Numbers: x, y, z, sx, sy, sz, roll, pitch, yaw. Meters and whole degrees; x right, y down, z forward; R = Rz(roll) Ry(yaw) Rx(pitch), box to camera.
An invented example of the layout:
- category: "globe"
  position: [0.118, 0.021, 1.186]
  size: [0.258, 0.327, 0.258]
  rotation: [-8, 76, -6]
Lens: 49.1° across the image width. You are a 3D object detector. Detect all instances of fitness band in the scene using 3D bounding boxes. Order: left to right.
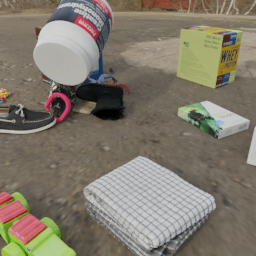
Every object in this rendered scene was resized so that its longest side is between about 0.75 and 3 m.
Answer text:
- category: "fitness band"
  position: [-2.553, -0.753, 10.167]
  size: [0.859, 1.196, 0.224]
  rotation: [42, 33, 0]

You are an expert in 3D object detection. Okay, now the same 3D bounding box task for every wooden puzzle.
- category: "wooden puzzle"
  position: [-1.738, -0.842, 11.387]
  size: [1.418, 0.166, 0.957]
  rotation: [14, 35, 21]

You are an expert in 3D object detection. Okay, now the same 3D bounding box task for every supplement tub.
- category: "supplement tub"
  position: [-1.746, -3.060, 9.400]
  size: [2.002, 2.002, 2.853]
  rotation: [7, 55, 13]

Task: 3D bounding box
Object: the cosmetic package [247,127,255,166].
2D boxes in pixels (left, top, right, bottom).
- category: "cosmetic package"
  position: [4.322, 0.141, 8.442]
  size: [0.877, 1.204, 2.369]
  rotation: [17, 31, 29]

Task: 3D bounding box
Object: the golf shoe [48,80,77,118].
- category: "golf shoe"
  position: [-2.744, -1.237, 11.429]
  size: [1.027, 1.248, 2.642]
  rotation: [16, 44, -24]

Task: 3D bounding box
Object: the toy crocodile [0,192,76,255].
- category: "toy crocodile"
  position: [-2.193, 1.873, 5.476]
  size: [2.914, 0.900, 0.984]
  rotation: [22, 35, 34]

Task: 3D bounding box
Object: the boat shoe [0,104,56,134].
- category: "boat shoe"
  position: [-4.047, -0.398, 9.763]
  size: [2.928, 0.883, 1.082]
  rotation: [-2, 28, -4]

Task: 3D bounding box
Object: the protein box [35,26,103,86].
- category: "protein box"
  position: [-2.837, -3.735, 14.096]
  size: [1.823, 2.702, 2.682]
  rotation: [22, 35, 36]

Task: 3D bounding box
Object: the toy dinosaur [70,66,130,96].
- category: "toy dinosaur"
  position: [-1.490, -1.962, 12.682]
  size: [2.128, 1.231, 2.345]
  rotation: [-39, 56, -21]

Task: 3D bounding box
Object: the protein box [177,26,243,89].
- category: "protein box"
  position: [4.042, -3.670, 14.175]
  size: [1.696, 2.514, 2.496]
  rotation: [-21, 35, -35]

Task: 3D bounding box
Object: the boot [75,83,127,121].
- category: "boot"
  position: [-1.106, -1.012, 10.957]
  size: [2.125, 0.786, 1.741]
  rotation: [2, 39, -1]

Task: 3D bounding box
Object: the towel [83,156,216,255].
- category: "towel"
  position: [0.418, 1.639, 5.910]
  size: [1.874, 0.968, 2.263]
  rotation: [-22, 33, -38]

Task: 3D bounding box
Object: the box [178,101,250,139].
- category: "box"
  position: [3.072, -0.366, 10.245]
  size: [1.517, 0.382, 2.103]
  rotation: [-15, 31, -27]

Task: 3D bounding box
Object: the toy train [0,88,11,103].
- category: "toy train"
  position: [-5.907, -1.502, 12.353]
  size: [1.497, 0.416, 1.124]
  rotation: [14, 31, 24]
